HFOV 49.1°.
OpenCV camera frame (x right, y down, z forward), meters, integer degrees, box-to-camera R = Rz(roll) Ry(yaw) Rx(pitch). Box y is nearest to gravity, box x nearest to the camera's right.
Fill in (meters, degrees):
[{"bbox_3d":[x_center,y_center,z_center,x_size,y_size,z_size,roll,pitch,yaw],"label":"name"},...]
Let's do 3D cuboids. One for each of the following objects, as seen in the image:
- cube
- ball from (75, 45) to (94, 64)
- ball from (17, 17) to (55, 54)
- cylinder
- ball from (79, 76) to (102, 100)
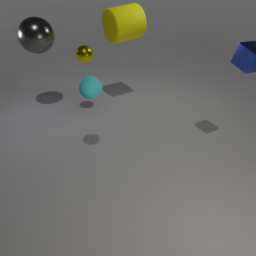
[{"bbox_3d":[3.748,-2.177,8.595,0.700,0.700,0.700,-14,49,-28],"label":"cube"},{"bbox_3d":[-1.703,-2.880,10.975,0.700,0.700,0.700,0,31,0],"label":"ball"},{"bbox_3d":[-3.637,-3.668,11.106,1.400,1.400,1.400,0,31,0],"label":"ball"},{"bbox_3d":[-0.175,-4.398,11.800,1.400,1.400,1.400,-22,37,-24],"label":"cylinder"},{"bbox_3d":[-1.130,-1.210,8.457,0.700,0.700,0.700,0,31,0],"label":"ball"}]
